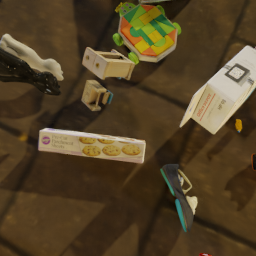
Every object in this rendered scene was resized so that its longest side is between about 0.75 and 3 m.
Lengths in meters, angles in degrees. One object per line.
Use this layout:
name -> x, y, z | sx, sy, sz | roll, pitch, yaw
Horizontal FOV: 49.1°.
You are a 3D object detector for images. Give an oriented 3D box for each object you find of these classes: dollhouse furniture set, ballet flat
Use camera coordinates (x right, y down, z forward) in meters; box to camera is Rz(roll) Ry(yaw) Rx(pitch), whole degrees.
dollhouse furniture set -> -0.710, -1.409, 8.029 | 1.029, 1.460, 1.023 | -9, 40, -43
ballet flat -> 1.430, 1.746, 7.277 | 0.654, 0.654, 1.790 | -19, 74, -5

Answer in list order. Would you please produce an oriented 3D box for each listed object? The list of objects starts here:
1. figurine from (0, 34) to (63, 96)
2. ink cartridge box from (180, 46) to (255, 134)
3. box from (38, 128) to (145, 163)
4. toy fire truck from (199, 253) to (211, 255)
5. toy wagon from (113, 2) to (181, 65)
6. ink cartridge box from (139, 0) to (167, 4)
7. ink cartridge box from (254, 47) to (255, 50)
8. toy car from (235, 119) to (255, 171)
figurine -> -2.586, -1.585, 7.414 | 1.863, 1.909, 0.822 | 23, 114, -19
ink cartridge box -> 2.488, -0.834, 7.149 | 0.816, 1.418, 2.448 | 40, 62, 18
box -> -0.942, 0.465, 7.535 | 2.811, 0.544, 0.582 | 8, 98, 2
toy fire truck -> 2.130, 3.416, 6.736 | 0.974, 0.818, 0.546 | 9, 76, 2
toy wagon -> 0.416, -3.081, 8.596 | 1.797, 0.458, 2.317 | -37, 79, -9
ink cartridge box -> 1.079, -5.442, 8.874 | 1.877, 1.083, 2.587 | -8, 76, -2
ink cartridge box -> 4.936, -2.606, 8.255 | 1.516, 0.870, 2.087 | 39, 79, 9
toy car -> 3.567, 0.437, 7.642 | 0.799, 0.542, 1.629 | -22, 78, 15
